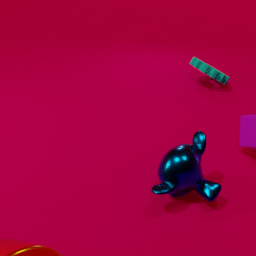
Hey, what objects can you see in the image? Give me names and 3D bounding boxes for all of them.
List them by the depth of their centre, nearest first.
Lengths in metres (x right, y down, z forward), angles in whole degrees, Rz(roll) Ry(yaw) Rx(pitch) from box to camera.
[{"bbox_3d":[-1.304,1.834,3.128,1.053,1.053,1.053,-18,13,47],"label":"cylinder"},{"bbox_3d":[1.107,0.812,5.039,1.074,0.900,1.493,23,62,40],"label":"monkey head"},{"bbox_3d":[2.954,0.093,6.095,0.704,0.704,0.704,4,-1,-18],"label":"cube"},{"bbox_3d":[2.695,-1.903,9.258,1.363,0.252,1.363,26,20,-11],"label":"gear"}]
